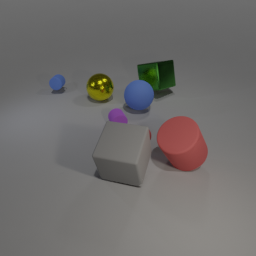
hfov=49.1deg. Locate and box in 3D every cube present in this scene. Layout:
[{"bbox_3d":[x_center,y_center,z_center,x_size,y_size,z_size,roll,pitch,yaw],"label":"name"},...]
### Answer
[{"bbox_3d":[1.517,-2.785,14.866,1.400,1.400,1.400,-20,18,-41],"label":"cube"},{"bbox_3d":[-0.126,0.811,8.885,1.400,1.400,1.400,8,53,16],"label":"cube"}]

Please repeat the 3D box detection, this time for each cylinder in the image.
[{"bbox_3d":[-3.813,-2.474,15.128,0.700,0.700,0.700,2,25,3],"label":"cylinder"},{"bbox_3d":[1.839,0.540,9.389,1.400,1.400,1.400,-14,54,20],"label":"cylinder"},{"bbox_3d":[-0.444,-0.398,12.129,0.700,0.700,0.700,-9,32,-15],"label":"cylinder"}]

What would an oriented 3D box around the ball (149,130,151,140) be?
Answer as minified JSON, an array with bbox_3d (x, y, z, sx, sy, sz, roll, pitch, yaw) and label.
[{"bbox_3d":[0.563,0.301,10.900,0.700,0.700,0.700,0,31,0],"label":"ball"}]

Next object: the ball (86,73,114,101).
[{"bbox_3d":[-1.416,-2.071,14.230,1.400,1.400,1.400,0,31,0],"label":"ball"}]

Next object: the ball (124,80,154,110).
[{"bbox_3d":[0.511,-1.538,13.118,1.400,1.400,1.400,0,31,0],"label":"ball"}]
